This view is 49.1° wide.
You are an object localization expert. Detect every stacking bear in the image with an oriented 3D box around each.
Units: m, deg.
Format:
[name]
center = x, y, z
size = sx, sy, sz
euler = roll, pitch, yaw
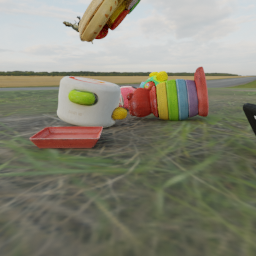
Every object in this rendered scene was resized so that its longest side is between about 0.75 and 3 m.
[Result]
[stacking bear]
center = 1.307, -0.971, 9.679
size = 2.671, 1.622, 1.519
euler = -6, 48, 9

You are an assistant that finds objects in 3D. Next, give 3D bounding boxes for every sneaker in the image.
[sneaker]
center = -0.843, -1.134, 12.336
size = 2.963, 1.092, 1.285
euler = -3, 18, 23

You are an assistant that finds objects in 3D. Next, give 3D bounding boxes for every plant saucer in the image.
[plant saucer]
center = -1.286, 0.202, 6.238
size = 1.397, 0.256, 1.394
euler = -1, 10, -2

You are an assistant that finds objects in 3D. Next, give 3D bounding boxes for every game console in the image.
[game console]
center = 3.013, 0.086, 4.990
size = 0.978, 1.478, 1.681
euler = -28, 7, 7

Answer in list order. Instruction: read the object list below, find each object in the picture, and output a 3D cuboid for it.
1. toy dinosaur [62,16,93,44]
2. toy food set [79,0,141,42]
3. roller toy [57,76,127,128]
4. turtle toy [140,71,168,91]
[toy dinosaur]
center = -1.439, -3.044, 8.461
size = 1.116, 0.492, 0.265
euler = 34, 49, 4
[toy food set]
center = -0.336, -2.999, 6.909
size = 0.576, 2.342, 2.366
euler = 42, 2, -7
[roller toy]
center = -1.149, -0.734, 8.344
size = 1.947, 1.360, 1.776
euler = -1, 18, -40
[turtle toy]
center = 1.296, -1.502, 12.378
size = 1.257, 1.813, 2.487
euler = -23, 14, -9
